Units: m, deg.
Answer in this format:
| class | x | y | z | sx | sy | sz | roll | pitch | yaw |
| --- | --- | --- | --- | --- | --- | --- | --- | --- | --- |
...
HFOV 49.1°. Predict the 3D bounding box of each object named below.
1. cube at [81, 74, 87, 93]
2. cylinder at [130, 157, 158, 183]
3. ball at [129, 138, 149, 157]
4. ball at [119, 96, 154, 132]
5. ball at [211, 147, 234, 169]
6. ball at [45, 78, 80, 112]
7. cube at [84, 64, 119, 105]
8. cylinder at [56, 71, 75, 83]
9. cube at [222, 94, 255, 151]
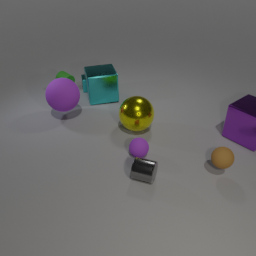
| class | x | y | z | sx | sy | sz | roll | pitch | yaw |
| --- | --- | --- | --- | --- | --- | --- | --- | --- | --- |
| cube | -1.991 | -2.304 | 14.304 | 0.700 | 0.700 | 0.700 | -8 | 35 | -10 |
| cylinder | 0.515 | 1.316 | 8.811 | 0.700 | 0.700 | 0.700 | 12 | 35 | 17 |
| ball | 0.384 | 0.683 | 9.793 | 0.700 | 0.700 | 0.700 | 0 | 33 | 0 |
| ball | 0.336 | -0.561 | 10.987 | 1.400 | 1.400 | 1.400 | 0 | 33 | 0 |
| ball | 2.970 | 0.931 | 8.791 | 0.700 | 0.700 | 0.700 | 0 | 33 | 0 |
| ball | -2.700 | -1.372 | 11.618 | 1.400 | 1.400 | 1.400 | 0 | 33 | 0 |
| cube | -1.262 | -2.095 | 13.327 | 1.400 | 1.400 | 1.400 | -9 | 35 | -10 |
| cylinder | -3.143 | -2.418 | 14.035 | 0.700 | 0.700 | 0.700 | 31 | 44 | 30 |
| cube | 4.632 | -0.235 | 10.537 | 1.400 | 1.400 | 1.400 | -25 | 41 | -33 |
